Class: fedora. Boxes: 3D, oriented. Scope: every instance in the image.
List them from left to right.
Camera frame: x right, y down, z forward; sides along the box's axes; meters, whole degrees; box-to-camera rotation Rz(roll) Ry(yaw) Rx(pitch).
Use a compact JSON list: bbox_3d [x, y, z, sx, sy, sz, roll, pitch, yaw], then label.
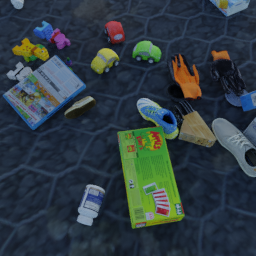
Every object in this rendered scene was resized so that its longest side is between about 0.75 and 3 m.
[{"bbox_3d":[1.701,-1.144,9.824,0.862,0.394,0.862,2,49,-2],"label":"fedora"}]

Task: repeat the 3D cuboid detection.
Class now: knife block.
[{"bbox_3d":[2.200,-0.206,9.279,1.539,0.492,1.351,16,63,9],"label":"knife block"}]

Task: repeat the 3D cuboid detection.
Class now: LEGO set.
[{"bbox_3d":[-3.200,-2.872,10.424,1.167,1.085,2.845,30,67,16],"label":"LEGO set"}]

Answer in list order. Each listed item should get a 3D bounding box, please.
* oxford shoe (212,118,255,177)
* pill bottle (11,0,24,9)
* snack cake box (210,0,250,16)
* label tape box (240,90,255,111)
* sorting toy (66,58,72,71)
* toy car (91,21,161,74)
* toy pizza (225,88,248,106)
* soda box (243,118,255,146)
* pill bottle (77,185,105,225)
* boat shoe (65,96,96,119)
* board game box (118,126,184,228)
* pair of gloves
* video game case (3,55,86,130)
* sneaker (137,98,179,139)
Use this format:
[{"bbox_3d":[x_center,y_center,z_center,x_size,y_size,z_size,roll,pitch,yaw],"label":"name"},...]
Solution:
[{"bbox_3d":[3.492,0.496,8.825,0.833,0.640,2.216,-25,62,-10],"label":"oxford shoe"},{"bbox_3d":[-4.874,-5.682,12.275,0.528,0.528,0.940,-16,62,-9],"label":"pill bottle"},{"bbox_3d":[4.277,-5.931,12.326,1.139,0.666,1.981,-27,65,-13],"label":"snack cake box"},{"bbox_3d":[4.872,-1.099,9.239,1.789,1.290,0.566,-14,86,-10],"label":"label tape box"},{"bbox_3d":[-2.317,-2.152,10.409,0.405,0.402,1.168,6,62,4],"label":"sorting toy"},{"bbox_3d":[0.046,-3.138,10.826,2.549,0.604,2.709,11,62,6],"label":"toy car"},{"bbox_3d":[3.894,-1.110,9.985,0.858,0.136,0.858,0,60,0],"label":"toy pizza"},{"bbox_3d":[5.054,0.713,8.483,0.936,1.007,2.950,-37,67,-18],"label":"soda box"},{"bbox_3d":[-1.066,2.183,7.929,0.568,0.568,1.024,14,62,8],"label":"pill bottle"},{"bbox_3d":[-1.679,-0.712,9.646,1.158,0.428,0.384,-28,51,-15],"label":"boat shoe"},{"bbox_3d":[0.589,1.379,8.312,1.420,0.666,2.795,-8,62,-4],"label":"board game box"},{"bbox_3d":[2.833,-1.951,10.204,2.671,0.330,2.380,-5,56,-9],"label":"pair of gloves"},{"bbox_3d":[-2.887,-1.276,9.732,2.342,0.208,1.676,-42,77,-12],"label":"video game case"},{"bbox_3d":[1.010,-0.507,9.175,0.699,0.969,1.845,-38,68,-18],"label":"sneaker"}]
